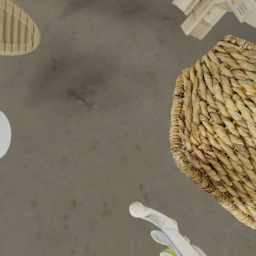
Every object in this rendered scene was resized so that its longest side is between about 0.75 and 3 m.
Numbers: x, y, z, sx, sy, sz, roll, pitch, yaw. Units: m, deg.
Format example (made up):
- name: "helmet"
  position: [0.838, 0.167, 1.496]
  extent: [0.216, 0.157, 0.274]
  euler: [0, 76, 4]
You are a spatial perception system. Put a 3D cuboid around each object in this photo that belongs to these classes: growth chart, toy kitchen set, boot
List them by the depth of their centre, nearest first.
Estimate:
- name: "growth chart"
  position: [0.654, 1.257, 2.051]
  extent: [0.162, 1.318, 1.822]
  euler: [-43, 50, 2]
- name: "toy kitchen set"
  position: [1.296, -1.729, 4.357]
  extent: [0.859, 1.053, 0.950]
  euler: [8, 52, -34]
- name: "boot"
  position: [-3.021, -1.972, 4.954]
  extent: [2.648, 2.203, 0.958]
  euler: [12, 97, -29]

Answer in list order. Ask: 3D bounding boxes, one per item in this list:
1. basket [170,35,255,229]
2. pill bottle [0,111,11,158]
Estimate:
- name: "basket"
  position: [1.468, 0.048, 3.875]
  extent: [1.589, 2.134, 1.523]
  euler: [-45, 33, 12]
- name: "pill bottle"
  position: [-3.065, 0.146, 4.834]
  extent: [1.793, 1.038, 1.038]
  euler: [-3, 57, 10]
